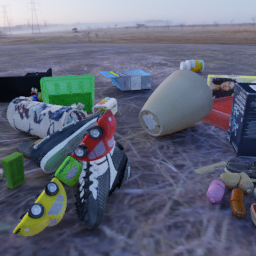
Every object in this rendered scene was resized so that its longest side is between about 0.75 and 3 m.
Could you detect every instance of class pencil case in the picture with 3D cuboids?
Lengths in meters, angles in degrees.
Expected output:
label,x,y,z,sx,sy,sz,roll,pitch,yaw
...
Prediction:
label,x,y,z,sx,sy,sz,roll,pitch,yaw
pencil case,-2.590,-0.302,8.868,2.878,1.287,1.120,12,-15,31

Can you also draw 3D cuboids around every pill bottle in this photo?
label,x,y,z,sx,sy,sz,roll,pitch,yaw
pill bottle,4.648,-4.507,20.440,1.564,0.869,0.869,-3,21,-9

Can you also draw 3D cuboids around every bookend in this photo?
label,x,y,z,sx,sy,sz,roll,pitch,yaw
bookend,-5.171,-2.198,13.968,2.566,1.190,2.583,-3,21,-7

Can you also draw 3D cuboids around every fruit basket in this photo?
label,x,y,z,sx,sy,sz,roll,pitch,yaw
fruit basket,-2.525,-1.519,11.903,2.350,1.695,2.350,3,38,-3

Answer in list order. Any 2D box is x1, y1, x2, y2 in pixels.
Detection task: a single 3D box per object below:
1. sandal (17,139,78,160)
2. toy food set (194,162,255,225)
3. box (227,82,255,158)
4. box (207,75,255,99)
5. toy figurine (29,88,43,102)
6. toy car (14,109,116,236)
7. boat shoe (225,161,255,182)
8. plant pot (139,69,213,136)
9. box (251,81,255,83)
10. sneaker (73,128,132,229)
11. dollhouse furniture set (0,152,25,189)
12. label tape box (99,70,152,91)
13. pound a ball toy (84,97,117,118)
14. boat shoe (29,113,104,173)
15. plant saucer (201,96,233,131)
label,x,y,z,sx,sy,sz,roll,pitch,yaw
sandal,-2.201,0.568,7.682,1.846,0.504,0.754,11,23,25
toy food set,2.324,1.443,5.748,1.288,0.319,2.026,-11,31,-25
box,3.572,-0.259,7.979,0.979,1.828,1.357,2,21,6
box,5.338,-1.929,13.424,2.973,1.119,0.745,2,19,9
toy figurine,-4.098,-1.094,12.227,0.938,0.826,1.565,-43,36,-20
toy car,-1.135,0.899,5.719,0.586,2.626,2.471,38,-12,-7
boat shoe,3.147,0.977,6.572,1.640,0.532,0.600,8,22,20
plant pot,1.412,-0.648,9.359,2.098,1.965,1.965,-34,37,-32
box,6.076,-1.393,11.947,1.302,1.115,1.296,-15,25,-34
sneaker,-0.434,0.988,5.981,1.196,0.879,2.644,18,30,-16
dollhouse furniture set,-3.353,0.853,6.630,1.884,0.727,0.941,10,23,25
label tape box,-0.190,-2.697,15.762,2.606,0.825,1.879,-7,22,-17
pound a ball toy,-1.091,-0.757,10.765,1.027,0.669,1.574,-2,16,13
boat shoe,-1.451,0.181,7.348,0.719,0.901,2.384,35,49,24
plant saucer,4.210,-0.633,10.819,2.903,0.533,2.898,-11,24,-29
